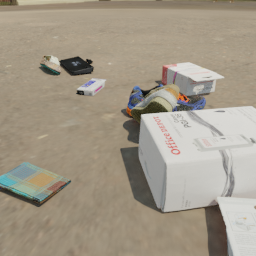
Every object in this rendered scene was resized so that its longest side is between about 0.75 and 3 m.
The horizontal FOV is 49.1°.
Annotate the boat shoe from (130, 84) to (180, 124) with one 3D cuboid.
[{"bbox_3d":[0.741,-0.569,7.521,0.734,0.802,2.146,-52,12,-18],"label":"boat shoe"}]

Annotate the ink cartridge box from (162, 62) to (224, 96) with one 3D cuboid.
[{"bbox_3d":[2.452,-1.876,10.883,1.342,0.777,2.303,-11,28,-20],"label":"ink cartridge box"}]

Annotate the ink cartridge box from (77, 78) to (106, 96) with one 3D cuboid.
[{"bbox_3d":[-1.386,-1.620,10.971,0.659,0.258,1.391,8,31,18],"label":"ink cartridge box"}]

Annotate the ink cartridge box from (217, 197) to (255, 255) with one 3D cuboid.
[{"bbox_3d":[2.408,1.966,3.949,1.995,0.617,2.460,2,20,6],"label":"ink cartridge box"}]

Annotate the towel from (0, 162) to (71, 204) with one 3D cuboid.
[{"bbox_3d":[-1.979,1.090,5.802,1.301,0.141,0.954,14,24,24],"label":"towel"}]

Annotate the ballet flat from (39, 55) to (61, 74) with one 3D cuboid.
[{"bbox_3d":[-3.620,-3.066,13.144,1.906,0.641,0.649,30,7,42],"label":"ballet flat"}]

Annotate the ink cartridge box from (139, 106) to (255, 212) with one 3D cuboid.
[{"bbox_3d":[1.783,0.513,5.909,2.800,1.159,2.052,-5,28,-9],"label":"ink cartridge box"}]

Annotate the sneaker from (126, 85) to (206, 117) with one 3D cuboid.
[{"bbox_3d":[1.206,-0.848,8.704,2.503,0.982,0.943,-2,29,-4],"label":"sneaker"}]

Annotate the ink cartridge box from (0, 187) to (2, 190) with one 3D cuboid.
[{"bbox_3d":[-4.318,1.251,5.118,2.944,0.599,2.949,11,30,20],"label":"ink cartridge box"}]

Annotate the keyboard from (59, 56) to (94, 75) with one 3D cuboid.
[{"bbox_3d":[-2.374,-3.082,13.727,1.461,0.312,2.434,-19,33,-20],"label":"keyboard"}]
